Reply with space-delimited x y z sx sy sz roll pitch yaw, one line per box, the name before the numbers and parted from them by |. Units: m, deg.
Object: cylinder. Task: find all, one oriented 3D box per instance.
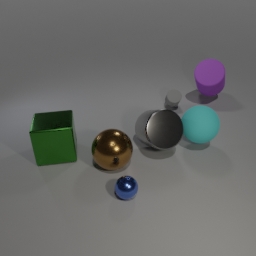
cylinder | 2.151 -1.420 13.335 0.700 0.700 0.700 0 -12 0
cylinder | 4.012 -2.442 13.699 1.400 1.400 1.400 13 -9 21
cylinder | 1.093 0.031 10.128 1.400 1.400 1.400 -8 4 -14

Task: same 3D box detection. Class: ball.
ball | -0.045 1.767 8.325 0.700 0.700 0.700 0 31 0
ball | -0.531 0.717 9.434 1.400 1.400 1.400 0 31 0
ball | 2.660 -0.133 10.340 1.400 1.400 1.400 0 31 0

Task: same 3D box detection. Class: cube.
cube | -2.608 0.323 10.031 1.400 1.400 1.400 -6 31 -8
